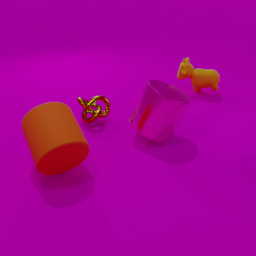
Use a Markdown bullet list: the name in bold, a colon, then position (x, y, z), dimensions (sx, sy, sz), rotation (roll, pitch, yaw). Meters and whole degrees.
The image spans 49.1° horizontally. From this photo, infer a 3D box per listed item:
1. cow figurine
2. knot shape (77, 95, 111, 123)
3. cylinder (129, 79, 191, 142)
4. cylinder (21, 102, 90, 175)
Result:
- **cow figurine**: position (2.502, -1.886, 9.927), dimensions (1.417, 1.394, 0.778), rotation (2, 60, 30)
- **knot shape**: position (-1.047, -0.536, 8.306), dimensions (1.048, 0.484, 0.981), rotation (11, 48, -7)
- **cylinder**: position (0.825, -0.460, 7.402), dimensions (1.227, 1.227, 1.227), rotation (21, 26, -11)
- **cylinder**: position (-1.616, 0.238, 6.240), dimensions (1.188, 1.188, 1.188), rotation (-17, 59, -26)
